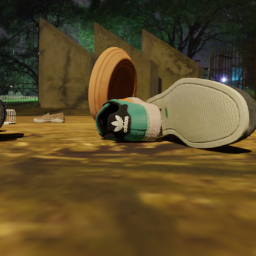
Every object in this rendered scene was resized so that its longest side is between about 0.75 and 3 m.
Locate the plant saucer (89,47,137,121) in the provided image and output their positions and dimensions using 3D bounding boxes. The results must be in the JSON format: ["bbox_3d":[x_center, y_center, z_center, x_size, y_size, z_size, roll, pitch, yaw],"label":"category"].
[{"bbox_3d":[-0.321,-1.163,8.509,0.463,2.475,2.475,12,8,24],"label":"plant saucer"}]

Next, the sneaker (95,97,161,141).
[{"bbox_3d":[-0.207,-0.228,5.542,0.952,0.850,2.383,4,3,-16],"label":"sneaker"}]

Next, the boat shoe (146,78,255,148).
[{"bbox_3d":[1.119,-0.254,4.487,0.949,1.008,2.807,-5,2,-15],"label":"boat shoe"}]

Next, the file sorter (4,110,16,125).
[{"bbox_3d":[-5.474,-0.484,12.378,0.718,0.644,1.035,-1,4,-5],"label":"file sorter"}]

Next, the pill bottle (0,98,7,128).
[{"bbox_3d":[-2.860,-0.285,5.231,0.994,0.994,1.717,-1,3,-19],"label":"pill bottle"}]

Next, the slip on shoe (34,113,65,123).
[{"bbox_3d":[-4.098,-0.540,14.603,1.671,0.506,0.635,1,3,16],"label":"slip on shoe"}]
